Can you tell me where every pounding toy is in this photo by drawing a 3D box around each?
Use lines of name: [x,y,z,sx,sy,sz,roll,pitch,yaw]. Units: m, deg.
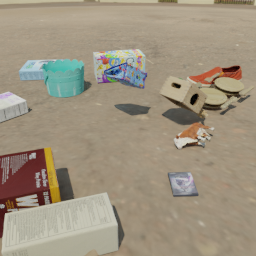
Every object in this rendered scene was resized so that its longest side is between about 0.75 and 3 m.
pounding toy: [2.341,-1.016,9.909,1.837,0.840,1.613,26,3,-43]

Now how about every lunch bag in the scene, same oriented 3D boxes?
lunch bag: [-0.173,-1.809,10.035,1.021,0.638,1.356,18,-9,-41]

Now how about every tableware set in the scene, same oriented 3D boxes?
tableware set: [3.955,-1.464,12.111,1.930,0.585,2.919,32,44,33]

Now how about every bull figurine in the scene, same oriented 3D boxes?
bull figurine: [2.169,0.259,9.149,0.941,0.505,1.550,20,36,27]

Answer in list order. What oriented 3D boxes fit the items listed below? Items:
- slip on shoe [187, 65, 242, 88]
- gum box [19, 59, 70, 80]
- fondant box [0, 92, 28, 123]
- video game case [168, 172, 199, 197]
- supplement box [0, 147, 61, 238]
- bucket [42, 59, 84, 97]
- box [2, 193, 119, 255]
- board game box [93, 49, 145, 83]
slip on shoe: [4.257,-2.570,13.752,2.956,0.905,1.095,-8,32,-11]
gum box: [-4.443,-3.203,15.230,2.368,0.528,2.012,-2,29,-3]
fondant box: [-5.112,-0.721,10.807,1.407,0.568,1.950,24,36,36]
video game case: [1.440,1.475,7.414,0.643,0.085,0.899,-1,29,-2]
supplement box: [-2.452,1.430,6.462,1.641,1.089,1.618,-10,31,-16]
bucket: [-2.924,-2.312,12.904,1.972,1.283,1.972,0,29,0]
box: [-1.300,2.078,5.588,2.089,0.812,0.992,-8,30,-14]
board game box: [-0.461,-3.210,14.457,2.472,1.297,1.274,-7,31,-11]
